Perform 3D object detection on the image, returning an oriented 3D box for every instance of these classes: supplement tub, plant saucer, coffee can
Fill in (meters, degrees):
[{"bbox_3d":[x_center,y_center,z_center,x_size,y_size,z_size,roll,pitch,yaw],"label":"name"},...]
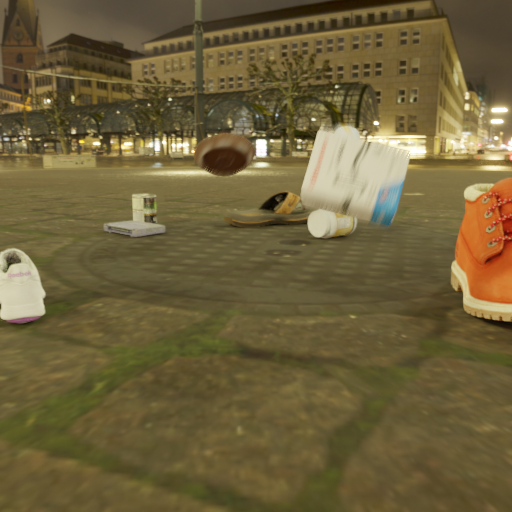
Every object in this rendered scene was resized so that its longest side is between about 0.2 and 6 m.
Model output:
[{"bbox_3d":[1.822,-0.812,13.471,1.030,0.744,0.744,-9,15,-38],"label":"supplement tub"},{"bbox_3d":[-0.779,-2.436,13.890,1.512,0.243,1.512,-5,-29,-3],"label":"plant saucer"},{"bbox_3d":[-2.993,-1.201,15.033,0.636,0.869,0.636,0,12,0],"label":"coffee can"}]

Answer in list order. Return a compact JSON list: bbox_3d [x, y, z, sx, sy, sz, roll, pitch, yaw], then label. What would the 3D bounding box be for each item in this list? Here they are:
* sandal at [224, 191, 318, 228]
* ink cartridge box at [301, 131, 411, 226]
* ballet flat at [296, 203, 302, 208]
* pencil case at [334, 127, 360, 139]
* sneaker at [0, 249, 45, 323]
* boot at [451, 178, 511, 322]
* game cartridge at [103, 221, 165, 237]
[{"bbox_3d":[0.603,-1.377,15.846,3.237,0.884,1.323,-5,13,-23],"label":"sandal"},{"bbox_3d":[1.319,-1.048,7.540,1.271,0.928,0.536,14,-13,9],"label":"ink cartridge box"},{"bbox_3d":[2.156,-1.753,18.060,2.313,0.737,0.780,-4,12,-19],"label":"ballet flat"},{"bbox_3d":[1.882,-2.187,12.314,0.579,1.393,0.632,26,-30,-15],"label":"pencil case"},{"bbox_3d":[-3.249,0.298,7.698,0.684,0.910,1.827,-8,12,-29],"label":"sneaker"},{"bbox_3d":[3.463,-0.129,7.696,1.254,1.793,3.343,2,13,3],"label":"boot"},{"bbox_3d":[-3.069,-0.686,14.151,1.413,0.271,0.916,10,11,41],"label":"game cartridge"}]
